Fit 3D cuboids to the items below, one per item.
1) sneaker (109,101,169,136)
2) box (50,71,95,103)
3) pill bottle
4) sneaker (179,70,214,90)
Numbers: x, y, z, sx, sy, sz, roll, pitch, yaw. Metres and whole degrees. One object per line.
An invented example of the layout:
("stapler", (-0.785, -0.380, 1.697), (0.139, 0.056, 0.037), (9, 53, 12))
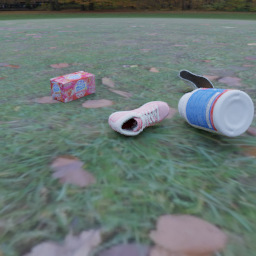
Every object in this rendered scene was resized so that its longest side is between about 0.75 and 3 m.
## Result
("sneaker", (0.440, -0.231, 7.690), (1.817, 0.684, 0.950), (-14, 18, -14))
("box", (-2.033, -1.573, 10.492), (0.780, 0.747, 1.564), (23, 34, 34))
("pill bottle", (2.218, -0.493, 7.558), (1.156, 1.156, 2.060), (-9, 13, -19))
("sneaker", (2.674, -1.754, 10.847), (1.470, 0.535, 0.622), (36, 1, 18))
